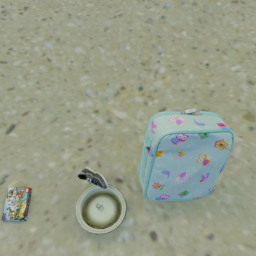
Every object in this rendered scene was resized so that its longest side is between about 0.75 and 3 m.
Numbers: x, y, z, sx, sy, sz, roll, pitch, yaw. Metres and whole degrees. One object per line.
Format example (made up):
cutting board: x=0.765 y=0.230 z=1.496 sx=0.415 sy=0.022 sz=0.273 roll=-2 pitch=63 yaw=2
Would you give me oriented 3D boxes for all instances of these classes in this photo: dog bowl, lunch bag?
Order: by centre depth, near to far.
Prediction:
lunch bag: x=1.263 y=0.700 z=6.850 sx=2.028 sy=2.529 sz=0.975 roll=1 pitch=38 yaw=-10
dog bowl: x=-0.681 y=2.130 z=7.255 sx=1.283 sy=0.473 sz=1.283 roll=0 pitch=58 yaw=1

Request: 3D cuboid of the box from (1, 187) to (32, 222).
box: x=-2.968 y=2.041 z=7.507 sx=0.602 sy=0.166 sz=0.882 roll=-1 pitch=57 yaw=0

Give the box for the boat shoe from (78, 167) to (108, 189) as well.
boat shoe: x=-0.865 y=1.275 z=6.832 sx=0.345 sy=0.400 sz=1.100 roll=-29 pitch=26 yaw=-28
